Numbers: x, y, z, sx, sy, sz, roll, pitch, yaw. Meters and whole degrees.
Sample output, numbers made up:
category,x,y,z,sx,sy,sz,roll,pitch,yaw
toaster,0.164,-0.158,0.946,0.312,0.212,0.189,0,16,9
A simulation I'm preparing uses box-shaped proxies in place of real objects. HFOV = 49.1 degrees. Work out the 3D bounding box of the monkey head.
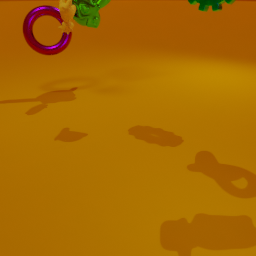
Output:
category,x,y,z,sx,sy,sz,roll,pitch,yaw
monkey head,-1.325,-4.137,9.463,1.388,1.929,1.163,-42,48,7

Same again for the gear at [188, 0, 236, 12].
category,x,y,z,sx,sy,sz,roll,pitch,yaw
gear,2.074,-3.615,6.778,1.477,1.477,0.273,19,27,32

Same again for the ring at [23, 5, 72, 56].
category,x,y,z,sx,sy,sz,roll,pitch,yaw
ring,-2.635,-3.192,9.198,1.575,1.575,0.315,-5,11,-9

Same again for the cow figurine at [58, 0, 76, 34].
category,x,y,z,sx,sy,sz,roll,pitch,yaw
cow figurine,-1.861,-3.347,8.432,0.486,0.871,0.886,13,-3,4
